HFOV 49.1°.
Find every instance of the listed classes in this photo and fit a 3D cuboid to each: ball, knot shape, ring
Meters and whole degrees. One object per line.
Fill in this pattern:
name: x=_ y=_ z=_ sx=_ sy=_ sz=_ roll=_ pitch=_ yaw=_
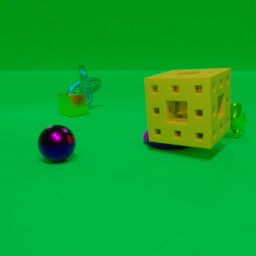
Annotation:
ball: x=-1.399 y=0.297 z=5.521 sx=0.740 sy=0.740 sz=0.740 roll=0 pitch=13 yaw=0
knot shape: x=-1.861 y=-1.825 z=11.910 sx=0.850 sy=1.722 sz=1.840 roll=18 pitch=42 yaw=22
ring: x=1.022 y=0.199 z=6.837 sx=1.314 sy=0.263 sz=1.314 roll=-2 pitch=17 yaw=1

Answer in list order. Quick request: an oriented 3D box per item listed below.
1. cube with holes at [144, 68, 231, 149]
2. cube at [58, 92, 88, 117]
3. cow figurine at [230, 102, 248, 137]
cube with holes: x=1.327 y=-0.495 z=6.030 sx=1.362 sy=1.362 sz=1.362 roll=6 pitch=20 yaw=34
cube: x=-2.098 y=-0.919 z=10.696 sx=0.811 sy=0.811 sz=0.811 roll=10 pitch=16 yaw=44
cow figurine: x=2.312 y=-0.267 z=7.625 sx=1.557 sy=0.869 sz=1.583 roll=31 pitch=-30 yaw=-13
